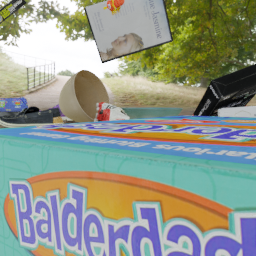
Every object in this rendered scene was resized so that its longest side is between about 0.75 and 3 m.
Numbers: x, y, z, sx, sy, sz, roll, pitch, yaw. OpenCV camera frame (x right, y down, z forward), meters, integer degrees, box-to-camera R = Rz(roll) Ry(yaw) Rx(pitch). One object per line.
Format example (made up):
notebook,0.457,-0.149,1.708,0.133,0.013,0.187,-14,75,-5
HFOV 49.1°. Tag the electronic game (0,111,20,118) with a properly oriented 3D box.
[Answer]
electronic game,-4.970,-0.405,10.479,2.141,0.445,2.141,0,4,0

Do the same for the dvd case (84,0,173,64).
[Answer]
dvd case,0.074,-3.518,9.590,2.677,1.910,0.235,-18,20,-2

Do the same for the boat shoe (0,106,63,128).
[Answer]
boat shoe,-2.986,-0.332,8.611,2.152,0.670,0.803,0,7,18

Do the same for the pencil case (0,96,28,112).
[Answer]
pencil case,-7.793,-1.458,18.062,2.673,1.161,1.043,-3,-3,-28

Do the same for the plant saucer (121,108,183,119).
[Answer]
plant saucer,1.072,-0.687,13.211,2.980,0.536,2.980,1,5,0

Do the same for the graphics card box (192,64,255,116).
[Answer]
graphics card box,2.422,-0.690,6.921,1.261,0.511,2.009,-21,-19,-7

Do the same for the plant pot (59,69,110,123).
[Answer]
plant pot,-1.806,-1.015,10.526,1.339,1.995,1.995,-18,-5,30

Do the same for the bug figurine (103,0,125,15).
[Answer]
bug figurine,-0.308,-3.730,6.870,1.266,1.633,0.420,-38,32,-20

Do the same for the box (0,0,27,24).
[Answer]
box,-2.553,-2.542,6.011,0.761,0.210,0.950,-40,31,-2

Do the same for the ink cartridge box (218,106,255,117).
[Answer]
ink cartridge box,3.002,-0.185,6.503,1.588,0.668,1.159,-5,2,-42

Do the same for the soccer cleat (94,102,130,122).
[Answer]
soccer cleat,-0.562,-0.402,9.309,0.970,0.782,2.278,8,7,-13

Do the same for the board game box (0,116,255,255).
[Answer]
board game box,0.778,0.271,1.967,2.178,0.644,2.864,4,6,36

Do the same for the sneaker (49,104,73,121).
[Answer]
sneaker,-2.957,-0.681,11.630,1.942,0.810,0.783,-4,6,-30
